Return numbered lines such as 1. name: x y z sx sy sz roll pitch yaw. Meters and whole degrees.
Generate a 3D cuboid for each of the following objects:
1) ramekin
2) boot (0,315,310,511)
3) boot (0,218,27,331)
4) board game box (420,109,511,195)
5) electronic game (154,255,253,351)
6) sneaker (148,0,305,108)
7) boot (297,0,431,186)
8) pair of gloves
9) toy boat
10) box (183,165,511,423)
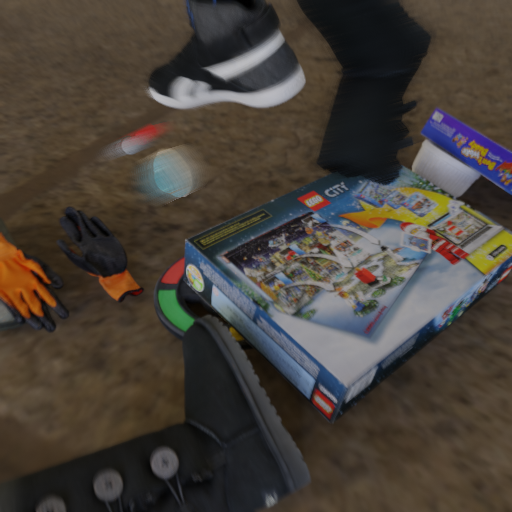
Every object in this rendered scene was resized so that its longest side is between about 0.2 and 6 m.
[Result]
1. ramekin: 3.723 -1.703 11.152 1.280 0.672 1.280 27 22 -12
2. boot: -1.407 2.185 6.324 3.189 1.047 2.628 -21 47 -20
3. boot: -4.404 -0.411 8.720 1.085 2.092 3.203 -24 44 -27
4. board game box: 4.765 -1.854 11.068 1.798 0.599 2.674 13 27 -37
5. electronic game: -0.412 0.576 8.772 2.362 0.492 2.362 0 39 0
6. sneaker: -0.772 -3.270 8.437 3.176 1.777 1.160 13 53 41
7. boot: 1.426 -2.456 8.279 2.998 2.457 1.110 8 10 -46
8. pair of gloves: -3.054 0.122 8.715 2.241 0.277 1.996 -24 65 -43
9. toy boat: -1.221 -1.140 6.996 0.474 0.858 1.020 -38 85 -11
10. box: 1.616 0.069 8.666 4.544 0.856 3.104 -27 53 -34
